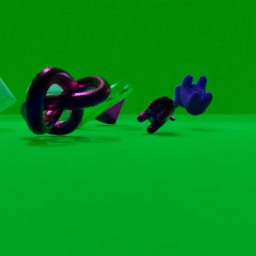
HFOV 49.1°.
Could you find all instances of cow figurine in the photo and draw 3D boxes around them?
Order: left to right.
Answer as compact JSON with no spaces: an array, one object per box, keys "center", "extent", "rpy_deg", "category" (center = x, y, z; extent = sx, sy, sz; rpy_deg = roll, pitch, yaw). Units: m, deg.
[{"center":[0.684,-0.327,5.720],"extent":[1.055,0.588,1.072],"rpy_deg":[-34,-10,-36],"category":"cow figurine"},{"center":[1.615,-0.734,7.287],"extent":[0.753,1.372,1.350],"rpy_deg":[2,-41,-9],"category":"cow figurine"}]

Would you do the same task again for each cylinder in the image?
[{"center":[-0.718,-0.778,9.596],"extent":[1.010,1.010,1.010],"rpy_deg":[18,-18,6],"category":"cylinder"}]

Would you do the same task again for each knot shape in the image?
[{"center":[-1.108,-0.392,4.431],"extent":[1.599,0.739,1.496],"rpy_deg":[-33,-8,12],"category":"knot shape"}]

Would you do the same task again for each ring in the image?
[{"center":[-0.722,-0.674,7.712],"extent":[2.079,0.416,2.079],"rpy_deg":[-34,4,3],"category":"ring"}]

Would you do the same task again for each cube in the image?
[{"center":[-3.745,-0.894,6.811],"extent":[1.342,1.342,1.342],"rpy_deg":[-36,9,-13],"category":"cube"},{"center":[-2.314,-0.713,8.209],"extent":[1.071,1.071,1.071],"rpy_deg":[-2,24,-11],"category":"cube"}]
